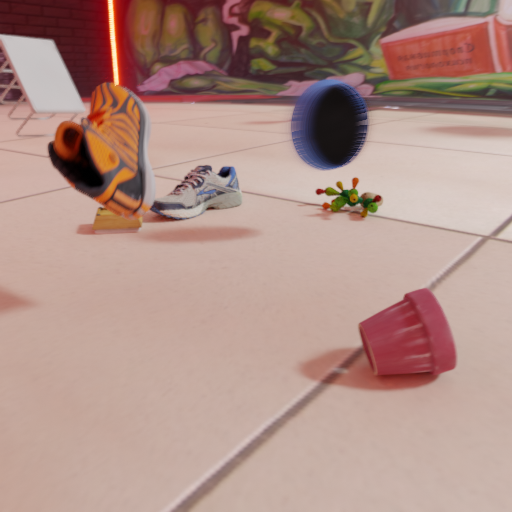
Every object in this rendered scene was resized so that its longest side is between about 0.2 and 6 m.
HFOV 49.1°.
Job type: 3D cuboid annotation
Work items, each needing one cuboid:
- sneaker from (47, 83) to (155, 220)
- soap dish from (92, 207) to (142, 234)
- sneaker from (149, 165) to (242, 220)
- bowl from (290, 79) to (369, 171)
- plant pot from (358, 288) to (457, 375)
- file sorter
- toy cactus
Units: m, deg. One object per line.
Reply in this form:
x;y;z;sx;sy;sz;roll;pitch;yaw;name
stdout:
-2.439;-1.938;8.734;1.048;2.702;1.514;-32;-30;20;sneaker
-3.263;-0.864;13.193;1.129;0.459;0.889;-3;21;-9;soap dish
-1.587;-1.752;14.496;1.091;1.206;2.830;19;28;41;sneaker
1.605;-2.743;11.860;1.896;1.896;0.372;-11;20;-28;bowl
1.922;1.081;7.330;0.999;1.116;1.116;-16;21;1;plant pot
-4.246;-3.172;10.632;0.978;1.570;1.090;-30;-6;37;file sorter
2.637;-1.543;14.604;1.612;0.999;1.953;-3;10;-35;toy cactus
